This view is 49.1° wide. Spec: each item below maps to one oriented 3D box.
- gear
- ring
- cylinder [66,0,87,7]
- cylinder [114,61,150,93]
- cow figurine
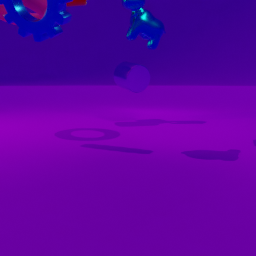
[{"bbox_3d":[-1.814,-2.485,5.360,1.559,1.559,0.288,4,31,23],"label":"gear"},{"bbox_3d":[-2.819,-3.051,7.016,1.996,0.399,1.996,10,-3,1],"label":"ring"},{"bbox_3d":[-1.892,-4.316,8.599,1.088,1.088,1.088,-10,11,-12],"label":"cylinder"},{"bbox_3d":[0.129,-1.808,9.897,0.968,0.968,0.968,-6,21,-31],"label":"cylinder"},{"bbox_3d":[0.532,-3.636,9.164,1.740,1.712,0.955,20,12,-12],"label":"cow figurine"}]
